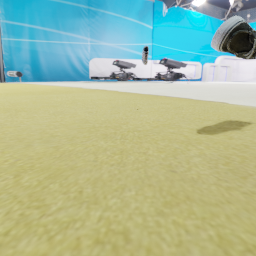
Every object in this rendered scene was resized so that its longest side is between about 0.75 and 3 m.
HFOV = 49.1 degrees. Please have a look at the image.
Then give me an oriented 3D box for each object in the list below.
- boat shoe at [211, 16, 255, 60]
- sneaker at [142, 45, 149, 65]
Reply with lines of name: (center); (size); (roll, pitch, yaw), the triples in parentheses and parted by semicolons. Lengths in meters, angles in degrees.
boat shoe: (3.550, -2.606, 8.401); (2.912, 1.050, 1.033); (-16, 53, -45)
sneaker: (0.776, -3.237, 12.466); (0.308, 0.858, 0.311); (1, 6, -6)
